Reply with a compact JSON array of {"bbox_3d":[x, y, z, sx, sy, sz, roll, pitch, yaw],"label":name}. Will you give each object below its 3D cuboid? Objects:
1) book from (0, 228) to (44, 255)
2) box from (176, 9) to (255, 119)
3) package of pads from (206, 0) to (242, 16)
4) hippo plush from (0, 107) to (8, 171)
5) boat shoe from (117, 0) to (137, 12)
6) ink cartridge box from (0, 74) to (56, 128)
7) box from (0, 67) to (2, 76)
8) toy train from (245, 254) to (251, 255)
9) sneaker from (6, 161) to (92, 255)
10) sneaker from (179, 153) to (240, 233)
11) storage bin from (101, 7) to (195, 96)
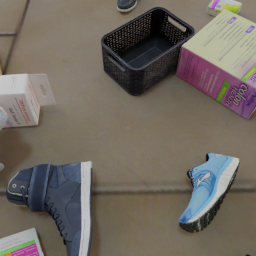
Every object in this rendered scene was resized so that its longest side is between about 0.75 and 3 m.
[{"bbox_3d":[-2.430,3.549,6.020,1.569,0.565,2.349,-13,57,-29],"label":"book"},{"bbox_3d":[3.531,-2.176,9.203,2.853,1.379,2.509,37,65,21],"label":"box"},{"bbox_3d":[3.944,-4.906,11.466,1.184,0.404,0.915,29,64,16],"label":"package of pads"},{"bbox_3d":[-3.863,0.485,7.225,1.987,2.006,2.495,-28,54,-19],"label":"hippo plush"},{"bbox_3d":[0.135,-5.839,11.841,0.886,0.732,2.367,20,60,12],"label":"boat shoe"},{"bbox_3d":[-3.530,-0.760,8.262,2.485,1.456,0.837,-5,53,-3],"label":"ink cartridge box"},{"bbox_3d":[-5.301,-1.723,9.363,2.036,0.265,2.491,-18,53,-14],"label":"box"},{"bbox_3d":[3.443,2.863,6.681,2.619,0.447,0.600,-30,51,-16],"label":"toy train"},{"bbox_3d":[-1.860,2.085,6.636,2.058,1.083,2.848,2,48,-11],"label":"sneaker"},{"bbox_3d":[1.939,1.599,7.299,1.105,0.963,2.456,25,53,29],"label":"sneaker"},{"bbox_3d":[0.660,-2.650,9.550,2.806,1.315,1.897,-36,65,-21],"label":"storage bin"}]
